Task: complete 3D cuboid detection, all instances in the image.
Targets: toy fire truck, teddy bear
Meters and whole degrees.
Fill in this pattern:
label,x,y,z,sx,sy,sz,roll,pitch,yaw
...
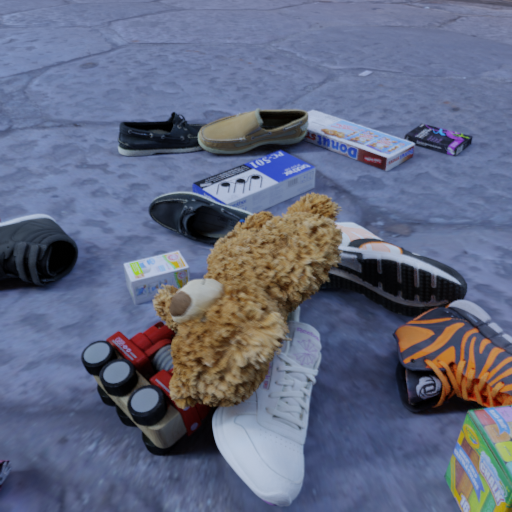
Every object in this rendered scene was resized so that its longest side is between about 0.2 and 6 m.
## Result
label,x,y,z,sx,sy,sz,roll,pitch,yaw
toy fire truck,-1.174,1.665,8.299,2.084,1.341,1.834,-37,47,-27
teddy bear,-0.121,0.233,7.892,2.931,1.350,4.043,-1,34,42

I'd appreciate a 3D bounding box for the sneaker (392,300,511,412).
label,x,y,z,sx,sy,sz,roll,pitch,yaw
sneaker,3.130,1.929,7.917,1.847,1.279,3.297,-17,27,-17

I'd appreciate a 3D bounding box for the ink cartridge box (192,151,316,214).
label,x,y,z,sx,sy,sz,roll,pitch,yaw
ink cartridge box,-0.008,-1.707,13.537,2.816,0.623,1.324,-26,43,-33

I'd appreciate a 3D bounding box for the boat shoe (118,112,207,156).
label,x,y,z,sx,sy,sz,roll,pitch,yaw
boat shoe,-2.426,-3.574,15.916,3.035,1.006,1.134,-7,35,-10

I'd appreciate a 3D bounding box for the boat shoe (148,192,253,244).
label,x,y,z,sx,sy,sz,roll,pitch,yaw
boat shoe,-1.210,-0.733,11.814,2.491,0.931,0.826,17,18,9

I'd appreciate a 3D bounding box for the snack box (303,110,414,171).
label,x,y,z,sx,sy,sz,roll,pitch,yaw
snack box,2.606,-3.404,16.156,1.335,0.451,3.712,-29,44,-35

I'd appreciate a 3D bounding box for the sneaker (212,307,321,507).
label,x,y,z,sx,sy,sz,roll,pitch,yaw
sneaker,0.220,1.748,7.585,1.163,1.547,3.106,30,28,-24

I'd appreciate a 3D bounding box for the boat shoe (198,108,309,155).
label,x,y,z,sx,sy,sz,roll,pitch,yaw
boat shoe,-0.070,-3.642,15.534,3.131,1.192,1.122,-13,73,-10

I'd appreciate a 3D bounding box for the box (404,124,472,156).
label,x,y,z,sx,sy,sz,roll,pitch,yaw
box,5.290,-3.399,16.304,1.617,0.292,1.156,23,41,31

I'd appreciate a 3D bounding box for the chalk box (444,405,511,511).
label,x,y,z,sx,sy,sz,roll,pitch,yaw
chalk box,3.060,2.443,6.496,1.076,1.738,1.081,-5,35,-7

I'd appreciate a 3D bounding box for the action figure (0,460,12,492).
label,x,y,z,sx,sy,sz,roll,pitch,yaw
action figure,-3.796,2.835,7.101,1.305,0.874,0.972,0,73,17

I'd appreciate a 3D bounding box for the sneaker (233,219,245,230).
label,x,y,z,sx,sy,sz,roll,pitch,yaw
sneaker,-0.355,0.091,10.300,0.859,1.315,2.352,11,36,19

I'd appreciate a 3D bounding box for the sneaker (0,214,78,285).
label,x,y,z,sx,sy,sz,roll,pitch,yaw
sneaker,-4.771,0.108,10.446,1.541,1.098,3.106,22,36,37

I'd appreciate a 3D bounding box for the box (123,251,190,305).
label,x,y,z,sx,sy,sz,roll,pitch,yaw
box,-1.850,0.397,10.522,1.104,0.560,0.621,-14,38,-20

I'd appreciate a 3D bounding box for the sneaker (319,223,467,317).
label,x,y,z,sx,sy,sz,roll,pitch,yaw
sneaker,2.105,0.016,10.312,3.538,1.304,1.415,17,46,22
